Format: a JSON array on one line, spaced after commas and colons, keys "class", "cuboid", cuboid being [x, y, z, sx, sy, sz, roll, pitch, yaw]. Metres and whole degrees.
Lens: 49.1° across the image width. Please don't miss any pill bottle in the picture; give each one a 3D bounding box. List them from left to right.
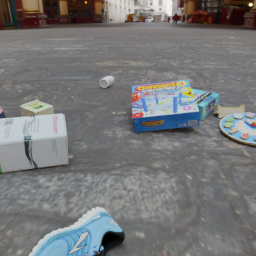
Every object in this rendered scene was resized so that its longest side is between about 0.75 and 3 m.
[{"class": "pill bottle", "cuboid": [-1.197, -2.698, 16.234, 0.558, 0.558, 0.976, 10, 27, 20]}]

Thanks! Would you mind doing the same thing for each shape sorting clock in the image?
[{"class": "shape sorting clock", "cuboid": [4.786, -0.028, 10.670, 2.473, 0.485, 2.473, 0, 25, 0]}]

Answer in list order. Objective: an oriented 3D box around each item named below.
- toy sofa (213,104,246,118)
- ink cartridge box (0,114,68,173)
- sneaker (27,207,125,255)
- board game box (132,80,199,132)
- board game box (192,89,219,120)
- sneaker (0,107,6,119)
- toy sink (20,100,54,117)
[{"class": "toy sofa", "cuboid": [4.412, -0.716, 12.228, 1.252, 0.611, 0.519, -1, 0, -1]}, {"class": "ink cartridge box", "cuboid": [-3.257, 0.434, 8.986, 2.574, 1.069, 1.887, -6, 26, -12]}, {"class": "sneaker", "cuboid": [-0.922, 2.345, 5.233, 1.014, 0.883, 2.254, 23, 34, 34]}, {"class": "board game box", "cuboid": [1.427, -0.961, 11.461, 2.526, 0.706, 2.473, -6, 37, 4]}, {"class": "board game box", "cuboid": [2.584, -1.318, 13.209, 2.766, 0.649, 2.088, 16, 30, 31]}, {"class": "sneaker", "cuboid": [-5.949, -0.304, 10.673, 2.373, 0.973, 0.833, -16, 30, -31]}, {"class": "toy sink", "cuboid": [-3.859, -0.639, 11.618, 1.379, 0.773, 0.899, 19, 31, 34]}]
